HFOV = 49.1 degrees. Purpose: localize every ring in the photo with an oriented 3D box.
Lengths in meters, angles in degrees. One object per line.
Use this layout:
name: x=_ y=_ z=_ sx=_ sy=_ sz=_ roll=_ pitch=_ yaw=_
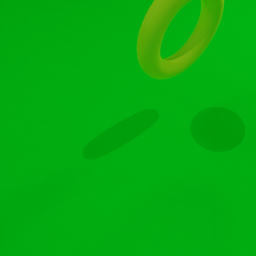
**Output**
ring: x=0.996 y=-1.814 z=5.215 sx=2.041 sy=2.041 sz=0.408 roll=-35 pitch=60 yaw=-19
